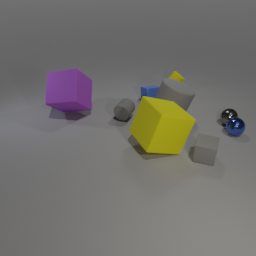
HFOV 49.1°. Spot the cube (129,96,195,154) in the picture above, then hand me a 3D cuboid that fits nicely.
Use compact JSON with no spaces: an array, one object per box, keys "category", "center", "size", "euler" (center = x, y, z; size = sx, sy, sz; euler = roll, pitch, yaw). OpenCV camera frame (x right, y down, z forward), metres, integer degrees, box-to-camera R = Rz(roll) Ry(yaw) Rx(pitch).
[{"category":"cube","center":[1.120,-0.083,9.501],"size":[1.400,1.400,1.400],"euler":[6,27,-31]}]

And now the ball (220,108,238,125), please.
[{"category":"ball","center":[4.085,-0.440,11.313],"size":[0.700,0.700,0.700],"euler":[0,29,0]}]

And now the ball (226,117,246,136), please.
[{"category":"ball","center":[4.085,-0.054,10.634],"size":[0.700,0.700,0.700],"euler":[0,29,0]}]

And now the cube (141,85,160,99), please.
[{"category":"cube","center":[1.059,-1.594,13.202],"size":[0.700,0.700,0.700],"euler":[-9,17,-21]}]

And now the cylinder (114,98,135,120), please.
[{"category":"cylinder","center":[-0.146,-0.785,11.706],"size":[0.700,0.700,0.700],"euler":[13,37,21]}]

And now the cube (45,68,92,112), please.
[{"category":"cube","center":[-2.443,-1.529,11.768],"size":[1.400,1.400,1.400],"euler":[-3,-11,19]}]

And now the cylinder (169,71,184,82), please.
[{"category":"cylinder","center":[2.470,-2.505,14.699],"size":[0.700,0.700,0.700],"euler":[34,24,-17]}]

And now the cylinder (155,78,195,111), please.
[{"category":"cylinder","center":[1.793,-1.087,11.369],"size":[1.400,1.400,1.400],"euler":[18,28,-10]}]

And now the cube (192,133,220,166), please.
[{"category":"cube","center":[2.562,0.701,9.201],"size":[0.700,0.700,0.700],"euler":[12,37,18]}]
